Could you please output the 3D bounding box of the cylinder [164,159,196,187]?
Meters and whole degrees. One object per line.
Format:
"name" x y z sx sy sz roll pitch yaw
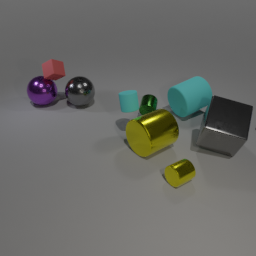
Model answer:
"cylinder" 1.622 1.397 8.744 0.700 0.700 0.700 -20 37 -30

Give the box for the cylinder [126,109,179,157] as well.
"cylinder" 0.868 0.153 10.105 1.400 1.400 1.400 -22 38 -32

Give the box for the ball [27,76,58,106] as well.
"ball" -4.053 -1.764 13.249 1.400 1.400 1.400 0 32 0

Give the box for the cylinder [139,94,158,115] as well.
"cylinder" 0.858 -0.932 11.726 0.700 0.700 0.700 6 47 10

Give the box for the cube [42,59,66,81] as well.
"cube" -3.381 -2.636 12.742 0.700 0.700 0.700 -16 -8 34

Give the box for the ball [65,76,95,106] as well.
"ball" -2.250 -1.720 13.129 1.400 1.400 1.400 0 32 0

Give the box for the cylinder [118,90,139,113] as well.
"cylinder" 0.035 -1.012 10.570 0.700 0.700 0.700 -8 19 3

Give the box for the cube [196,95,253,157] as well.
"cube" 3.332 -0.052 9.798 1.400 1.400 1.400 18 63 9

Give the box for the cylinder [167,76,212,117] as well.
"cylinder" 2.682 -1.368 12.215 1.400 1.400 1.400 -25 39 -20
